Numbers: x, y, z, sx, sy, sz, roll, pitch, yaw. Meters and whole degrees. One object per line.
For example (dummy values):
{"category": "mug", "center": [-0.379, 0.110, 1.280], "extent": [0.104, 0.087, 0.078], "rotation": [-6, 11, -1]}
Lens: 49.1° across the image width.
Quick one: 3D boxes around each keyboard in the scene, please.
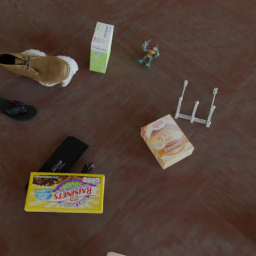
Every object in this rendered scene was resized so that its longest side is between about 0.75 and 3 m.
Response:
{"category": "keyboard", "center": [-2.230, 1.543, 9.885], "extent": [1.639, 0.266, 2.579], "rotation": [29, 66, 20]}

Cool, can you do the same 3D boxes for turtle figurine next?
{"category": "turtle figurine", "center": [0.969, -3.244, 12.291], "extent": [0.906, 0.609, 1.211], "rotation": [27, 79, 27]}

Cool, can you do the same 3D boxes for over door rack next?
{"category": "over door rack", "center": [2.729, -1.068, 11.092], "extent": [1.399, 0.631, 1.893], "rotation": [16, 62, 8]}

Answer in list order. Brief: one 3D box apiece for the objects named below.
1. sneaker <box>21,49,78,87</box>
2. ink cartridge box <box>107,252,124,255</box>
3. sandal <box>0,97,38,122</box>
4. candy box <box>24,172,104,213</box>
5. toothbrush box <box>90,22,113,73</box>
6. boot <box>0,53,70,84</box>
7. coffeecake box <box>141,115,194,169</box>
{"category": "sneaker", "center": [-3.486, -2.400, 11.553], "extent": [2.654, 1.080, 1.171], "rotation": [9, 63, 9]}
{"category": "ink cartridge box", "center": [-0.112, 4.801, 7.308], "extent": [1.668, 1.625, 2.596], "rotation": [13, 62, 7]}
{"category": "sandal", "center": [-4.564, -0.791, 11.008], "extent": [2.051, 0.491, 0.771], "rotation": [16, 63, 8]}
{"category": "candy box", "center": [-2.029, 2.116, 9.195], "extent": [2.448, 0.323, 1.251], "rotation": [2, 64, -3]}
{"category": "toothbrush box", "center": [-1.113, -3.301, 11.661], "extent": [0.717, 1.666, 1.213], "rotation": [12, 63, -5]}
{"category": "boot", "center": [-3.593, -2.306, 10.535], "extent": [2.914, 1.099, 1.073], "rotation": [12, 95, 18]}
{"category": "coffeecake box", "center": [1.405, 0.480, 10.260], "extent": [1.240, 0.590, 1.615], "rotation": [-26, 65, -14]}
